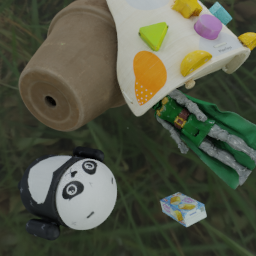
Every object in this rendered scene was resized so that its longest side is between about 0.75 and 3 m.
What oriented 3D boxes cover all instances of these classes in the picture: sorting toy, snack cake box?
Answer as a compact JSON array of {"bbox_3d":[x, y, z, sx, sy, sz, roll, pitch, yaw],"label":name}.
[{"bbox_3d":[0.876,-2.095,5.594,2.934,1.568,2.641,-26,78,-29],"label":"sorting toy"},{"bbox_3d":[1.186,1.750,6.106,0.535,0.930,0.312,-19,101,-23],"label":"snack cake box"}]

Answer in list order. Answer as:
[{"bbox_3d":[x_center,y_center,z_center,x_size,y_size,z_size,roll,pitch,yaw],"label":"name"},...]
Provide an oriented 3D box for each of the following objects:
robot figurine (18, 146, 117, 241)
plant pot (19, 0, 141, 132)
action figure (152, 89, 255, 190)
[{"bbox_3d":[-1.255,1.205,5.585,2.177,1.359,1.636,1,89,39],"label":"robot figurine"},{"bbox_3d":[-1.022,-1.158,6.013,2.577,2.577,2.247,26,45,7],"label":"plant pot"},{"bbox_3d":[1.478,-0.005,6.070,2.856,1.687,0.781,37,36,20],"label":"action figure"}]
